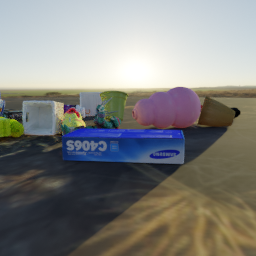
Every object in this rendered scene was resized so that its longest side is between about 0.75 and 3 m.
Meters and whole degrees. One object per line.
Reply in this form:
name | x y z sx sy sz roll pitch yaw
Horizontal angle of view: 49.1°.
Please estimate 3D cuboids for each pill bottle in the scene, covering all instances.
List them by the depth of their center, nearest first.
pill bottle | -2.532 -0.683 12.383 1.215 0.683 0.683 0 8 -1

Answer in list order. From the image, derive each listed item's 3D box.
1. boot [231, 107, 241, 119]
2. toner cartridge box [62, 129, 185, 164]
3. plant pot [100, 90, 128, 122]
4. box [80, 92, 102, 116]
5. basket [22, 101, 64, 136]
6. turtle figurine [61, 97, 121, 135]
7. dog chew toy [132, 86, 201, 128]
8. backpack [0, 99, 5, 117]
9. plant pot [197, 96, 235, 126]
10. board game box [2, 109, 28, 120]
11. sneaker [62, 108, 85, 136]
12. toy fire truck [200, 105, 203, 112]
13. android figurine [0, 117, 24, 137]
boot | 5.064 -0.715 13.392 1.183 0.452 0.994 -10 7 -17
toner cartridge box | -0.050 0.335 5.710 2.312 0.499 1.098 1 9 9
plant pot | -0.449 -0.642 8.778 0.909 0.835 0.909 1 -10 0
box | -1.502 -1.268 14.657 1.961 1.219 0.956 -2 8 -13
basket | -2.558 -0.324 8.608 1.039 1.030 0.836 2 6 11
turtle figurine | -0.850 -0.135 7.567 1.795 0.904 1.344 -20 -10 -21
dog chew toy | 1.306 -0.642 9.839 2.399 1.494 1.494 -10 10 -17
backpack | -5.232 -0.814 10.144 1.651 1.572 1.272 6 -7 35
plant pot | 3.269 -0.493 10.302 1.177 1.097 1.097 17 12 14
board game box | -4.550 -0.707 13.631 2.813 0.396 1.902 -4 9 -31
sneaker | -1.687 -0.242 8.821 0.690 0.797 1.766 -3 7 -8
toy fire truck | 3.315 -0.911 12.935 1.003 0.347 1.422 11 5 -15
android figurine | -4.233 0.028 7.651 2.589 0.584 2.844 -5 8 -33
